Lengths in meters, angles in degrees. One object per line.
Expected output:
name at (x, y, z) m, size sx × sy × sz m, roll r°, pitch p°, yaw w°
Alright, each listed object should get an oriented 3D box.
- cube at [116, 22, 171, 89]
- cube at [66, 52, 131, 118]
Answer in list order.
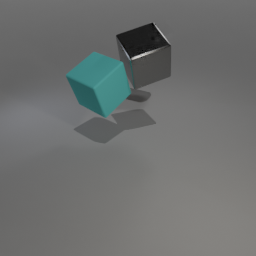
cube at (0.548, -2.449, 9.564) m, size 1.400 × 1.400 × 1.400 m, roll -21°, pitch 55°, yaw -7°
cube at (-0.958, -1.478, 9.506) m, size 1.400 × 1.400 × 1.400 m, roll 28°, pitch 62°, yaw 32°
